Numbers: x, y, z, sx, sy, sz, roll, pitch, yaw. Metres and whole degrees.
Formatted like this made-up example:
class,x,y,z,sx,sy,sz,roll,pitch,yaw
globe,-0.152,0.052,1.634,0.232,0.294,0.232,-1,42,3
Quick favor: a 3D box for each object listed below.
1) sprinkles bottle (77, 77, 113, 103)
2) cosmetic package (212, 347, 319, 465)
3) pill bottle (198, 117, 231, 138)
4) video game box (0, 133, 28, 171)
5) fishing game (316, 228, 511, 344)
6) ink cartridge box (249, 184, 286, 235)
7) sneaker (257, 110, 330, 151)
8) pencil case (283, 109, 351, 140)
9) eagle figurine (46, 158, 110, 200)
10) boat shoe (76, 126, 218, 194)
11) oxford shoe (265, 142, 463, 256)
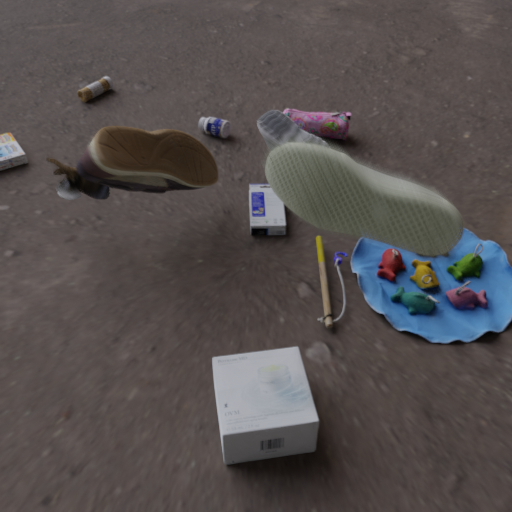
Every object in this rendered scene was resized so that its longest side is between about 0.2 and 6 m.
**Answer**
class,x,y,z,sx,sy,sz,roll,pitch,yaw
sprinkles bottle,-3.975,-4.124,13.859,0.320,0.320,0.937,24,48,25
cosmetic package,0.084,1.830,6.980,1.139,0.703,1.143,-6,41,-7
pill bottle,-0.930,-2.862,12.418,0.646,0.387,0.387,17,45,20
video game box,-5.451,-2.128,11.704,0.996,0.256,1.094,-23,47,-27
fishing game,2.881,0.180,8.926,3.831,0.596,2.743,3,45,3
ink cartridge box,0.193,-0.869,10.310,0.639,0.252,1.284,-1,43,0
sneaker,0.903,-1.963,11.004,0.815,0.894,2.180,-35,64,-4
pencil case,1.316,-2.903,12.286,1.483,0.648,0.648,5,42,6
eagle figurine,-2.897,-1.225,9.211,0.769,1.019,0.773,-31,79,-10
boat shoe,-1.746,-1.528,9.386,0.897,0.996,2.769,-21,-8,34
oxford shoe,1.235,-0.677,6.653,2.447,0.920,0.707,23,19,18
